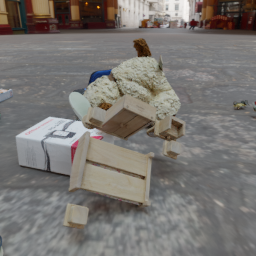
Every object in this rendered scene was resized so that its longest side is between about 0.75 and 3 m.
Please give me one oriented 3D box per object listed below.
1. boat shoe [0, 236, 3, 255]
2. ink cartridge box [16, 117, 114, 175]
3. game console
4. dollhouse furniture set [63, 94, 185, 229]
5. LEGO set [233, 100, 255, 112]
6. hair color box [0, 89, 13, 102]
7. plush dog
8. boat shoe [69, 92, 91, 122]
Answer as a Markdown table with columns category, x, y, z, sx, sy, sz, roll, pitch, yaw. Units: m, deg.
| category | x | y | z | sx | sy | sz | roll | pitch | yaw |
| --- | --- | --- | --- | --- | --- | --- | --- | --- | --- |
| boat shoe | -2.152 | 1.769 | 2.904 | 0.799 | 0.660 | 2.135 | 9 | 24 | 20 |
| ink cartridge box | -1.347 | 0.373 | 6.179 | 1.749 | 0.729 | 1.270 | 8 | 24 | 18 |
| game console | -0.865 | -1.843 | 10.886 | 2.124 | 1.257 | 1.813 | -14 | 27 | -32 |
| dollhouse furniture set | -0.094 | 0.771 | 5.152 | 2.039 | 2.391 | 1.168 | 21 | -30 | -23 |
| LEGO set | 4.368 | -0.543 | 8.930 | 1.307 | 0.570 | 2.013 | -3 | 10 | -13 |
| hair color box | -4.873 | -1.214 | 10.597 | 0.496 | 0.304 | 1.002 | 5 | 22 | 12 |
| plush dog | -0.195 | -1.118 | 8.470 | 2.508 | 2.343 | 2.920 | -28 | 27 | -5 |
| boat shoe | -1.125 | -0.230 | 7.104 | 0.504 | 0.515 | 1.446 | -20 | 72 | -42 |
